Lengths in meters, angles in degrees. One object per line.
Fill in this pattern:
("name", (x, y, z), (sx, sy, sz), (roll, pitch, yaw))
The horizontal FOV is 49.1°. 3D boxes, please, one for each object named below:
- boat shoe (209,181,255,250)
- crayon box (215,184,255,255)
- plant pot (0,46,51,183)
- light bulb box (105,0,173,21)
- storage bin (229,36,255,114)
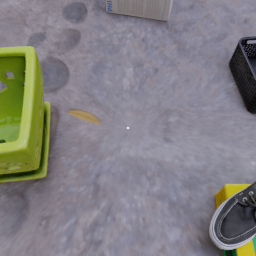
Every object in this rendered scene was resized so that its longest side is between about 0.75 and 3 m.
("boat shoe", (2.356, 1.293, 4.921), (2.172, 0.720, 0.760), (-29, 61, -12))
("crayon box", (3.365, 2.376, 5.215), (2.973, 0.867, 2.565), (0, 60, 1))
("plant pot", (-2.844, -0.045, 5.846), (2.357, 2.138, 2.345), (-5, 62, -3))
("light bulb box", (0.486, -4.722, 8.923), (2.103, 1.312, 2.084), (12, 62, 7))
("storage bin", (3.619, -1.429, 7.341), (1.289, 0.894, 1.907), (-7, 60, -4))
